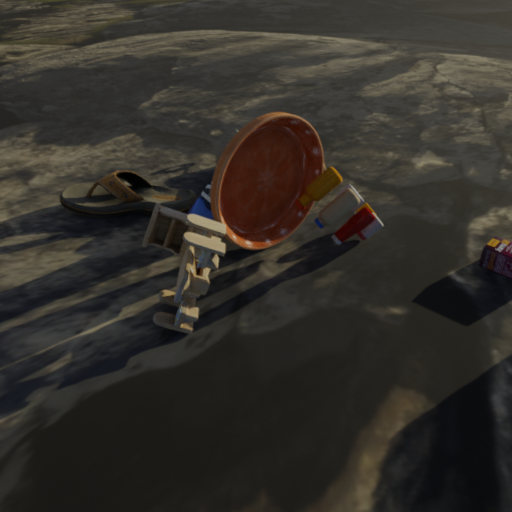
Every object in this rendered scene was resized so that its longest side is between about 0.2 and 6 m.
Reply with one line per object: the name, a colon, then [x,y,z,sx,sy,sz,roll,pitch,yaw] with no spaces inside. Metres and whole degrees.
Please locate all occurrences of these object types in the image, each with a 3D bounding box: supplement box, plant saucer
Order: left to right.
plant saucer: [0.209,-1.387,10.552,2.642,2.642,0.426,-25,40,-32]
supplement box: [4.750,0.086,10.338,1.030,0.441,0.568,26,41,33]

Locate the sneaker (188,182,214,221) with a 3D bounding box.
sneaker: [-0.505,-1.562,11.074,2.382,1.744,0.960,-39,68,-17]

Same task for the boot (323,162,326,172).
boot: [0.394,-2.015,12.883,2.421,0.891,0.914,-3,55,-12]

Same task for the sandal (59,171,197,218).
sandal: [-2.770,-1.409,12.240,2.992,0.817,1.223,4,34,7]

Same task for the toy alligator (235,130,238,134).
toy alligator: [-0.323,-2.499,14.110,0.634,0.693,2.338,-43,37,9]

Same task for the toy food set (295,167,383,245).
toy food set: [1.682,-0.783,10.888,0.943,2.097,1.001,-39,60,14]

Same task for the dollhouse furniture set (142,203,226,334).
dollhouse furniture set: [-1.297,0.008,9.144,1.154,1.629,1.773,18,30,-12]
